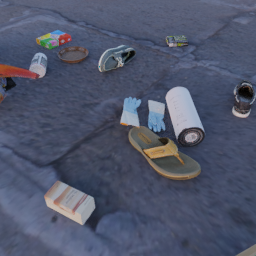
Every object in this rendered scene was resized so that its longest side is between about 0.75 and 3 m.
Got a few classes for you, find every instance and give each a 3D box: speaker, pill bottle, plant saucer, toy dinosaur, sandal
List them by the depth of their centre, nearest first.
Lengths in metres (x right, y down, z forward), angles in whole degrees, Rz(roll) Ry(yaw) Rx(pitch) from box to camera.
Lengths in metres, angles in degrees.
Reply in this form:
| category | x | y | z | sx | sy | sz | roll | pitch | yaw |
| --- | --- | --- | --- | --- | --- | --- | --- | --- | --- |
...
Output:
| category | x | y | z | sx | sy | sz | roll | pitch | yaw |
| --- | --- | --- | --- | --- | --- | --- | --- | --- | --- |
| toy dinosaur | -2.645 | -1.154 | 4.307 | 1.928 | 1.750 | 1.012 | -26 | 44 | 17 |
| sandal | 0.865 | 0.532 | 7.442 | 0.951 | 0.639 | 2.367 | -28 | 49 | -28 |
| speaker | 1.659 | -0.392 | 8.358 | 0.794 | 0.794 | 1.955 | -3 | 42 | -3 |
| pill bottle | -3.423 | -2.433 | 10.784 | 0.581 | 0.581 | 1.021 | -4 | 41 | -4 |
| plant saucer | -2.288 | -3.062 | 11.760 | 1.270 | 0.219 | 1.270 | 0 | 43 | 0 |

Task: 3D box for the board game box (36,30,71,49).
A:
| category | x | y | z | sx | sy | sz | roll | pitch | yaw |
| --- | --- | --- | --- | --- | --- | --- | --- | --- | --- |
| board game box | -3.393 | -4.058 | 12.835 | 0.957 | 0.252 | 1.250 | 30 | 50 | 29 |

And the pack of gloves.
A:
| category | x | y | z | sx | sy | sz | roll | pitch | yaw |
| --- | --- | --- | --- | --- | --- | --- | --- | --- | --- |
| pack of gloves | 0.478 | -0.375 | 8.754 | 1.357 | 0.319 | 1.616 | 15 | 37 | -5 |

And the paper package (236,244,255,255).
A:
| category | x | y | z | sx | sy | sz | roll | pitch | yaw |
| --- | --- | --- | --- | --- | --- | --- | --- | --- | --- |
| paper package | 1.839 | 2.659 | 4.629 | 1.306 | 1.245 | 0.676 | -17 | 45 | -20 |

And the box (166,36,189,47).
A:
| category | x | y | z | sx | sy | sz | roll | pitch | yaw |
| --- | --- | --- | --- | --- | --- | --- | --- | --- | --- |
| box | 2.235 | -3.968 | 12.776 | 0.908 | 0.201 | 0.727 | -3 | 41 | -4 |

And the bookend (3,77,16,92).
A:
| category | x | y | z | sx | sy | sz | roll | pitch | yaw |
| --- | --- | --- | --- | --- | --- | --- | --- | --- | --- |
| bookend | -5.558 | -1.777 | 9.199 | 2.954 | 2.935 | 1.361 | -23 | 17 | 50 |

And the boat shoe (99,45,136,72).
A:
| category | x | y | z | sx | sy | sz | roll | pitch | yaw |
| --- | --- | --- | --- | --- | --- | --- | --- | --- | --- |
| boat shoe | -0.388 | -2.748 | 11.031 | 0.626 | 0.737 | 2.025 | 20 | 40 | 26 |

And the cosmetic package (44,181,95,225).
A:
| category | x | y | z | sx | sy | sz | roll | pitch | yaw |
| --- | --- | --- | --- | --- | --- | --- | --- | --- | --- |
| cosmetic package | -1.309 | 1.670 | 6.329 | 1.016 | 0.443 | 0.525 | 19 | 45 | 20 |

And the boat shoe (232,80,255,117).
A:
| category | x | y | z | sx | sy | sz | roll | pitch | yaw |
| --- | --- | --- | --- | --- | --- | --- | --- | --- | --- |
| boat shoe | 3.895 | -1.149 | 9.346 | 0.725 | 0.592 | 1.961 | 18 | 45 | 19 |
